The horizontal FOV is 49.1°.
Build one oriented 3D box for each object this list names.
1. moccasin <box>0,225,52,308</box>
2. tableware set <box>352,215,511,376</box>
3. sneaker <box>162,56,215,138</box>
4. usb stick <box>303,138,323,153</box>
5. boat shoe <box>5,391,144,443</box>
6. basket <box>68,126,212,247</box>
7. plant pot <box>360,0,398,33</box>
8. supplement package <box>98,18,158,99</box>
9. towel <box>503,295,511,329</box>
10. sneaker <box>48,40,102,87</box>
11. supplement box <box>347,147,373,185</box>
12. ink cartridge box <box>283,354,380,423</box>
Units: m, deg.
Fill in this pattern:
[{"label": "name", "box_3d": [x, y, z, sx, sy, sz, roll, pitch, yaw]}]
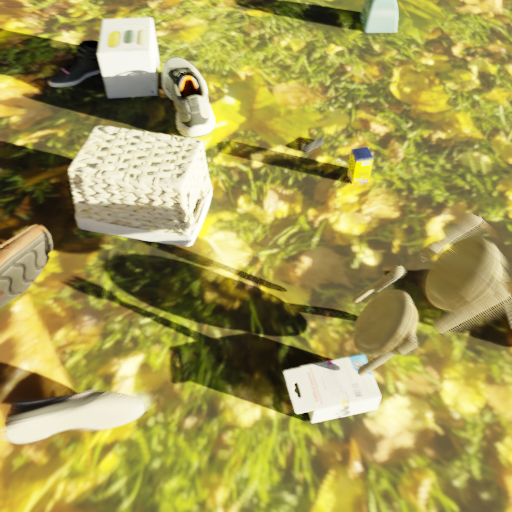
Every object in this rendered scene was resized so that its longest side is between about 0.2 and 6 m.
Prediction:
[{"label": "moccasin", "box_3d": [-5.142, 0.526, 10.123, 1.253, 1.187, 3.246, 37, 68, 17]}, {"label": "tableware set", "box_3d": [2.728, 0.771, 8.942, 0.558, 2.783, 1.840, 35, 36, -23]}, {"label": "sneaker", "box_3d": [-1.715, -4.244, 14.013, 1.102, 1.182, 2.981, -15, 50, -10]}, {"label": "usb stick", "box_3d": [1.369, -2.639, 13.349, 0.583, 0.095, 0.162, -33, 95, -24]}, {"label": "boat shoe", "box_3d": [-2.761, 2.319, 8.564, 1.999, 0.668, 0.570, -7, 40, -16]}, {"label": "basket", "box_3d": [-2.337, -1.462, 11.415, 2.555, 1.576, 1.732, 9, 50, 8]}, {"label": "plant pot", "box_3d": [3.724, -7.386, 16.750, 0.978, 0.996, 0.975, -1, 50, -1]}, {"label": "supplement package", "box_3d": [-3.313, -5.210, 14.719, 1.315, 1.305, 1.733, -4, 50, -4]}, {"label": "towel", "box_3d": [5.203, 1.097, 9.939, 1.310, 0.560, 1.084, -1, 51, -1]}, {"label": "sneaker", "box_3d": [-4.808, -5.196, 14.983, 1.805, 0.895, 0.638, -32, 59, -23]}, {"label": "supplement box", "box_3d": [2.296, -1.993, 12.414, 0.395, 0.722, 0.393, -9, 51, -8]}, {"label": "ink cartridge box", "box_3d": [1.192, 2.173, 9.084, 1.407, 0.477, 0.810, -9, 50, -8]}]
